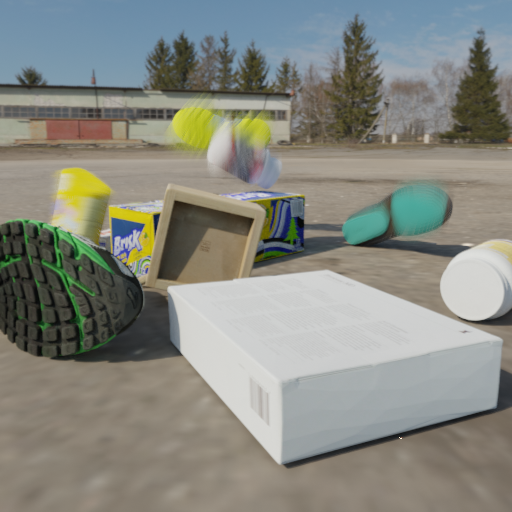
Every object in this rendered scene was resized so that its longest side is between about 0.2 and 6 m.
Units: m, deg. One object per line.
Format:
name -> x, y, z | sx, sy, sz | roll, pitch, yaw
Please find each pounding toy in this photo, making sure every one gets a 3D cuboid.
pounding toy -> -0.740, -0.049, 6.587 | 1.308, 1.421, 1.010 | 13, 10, -9

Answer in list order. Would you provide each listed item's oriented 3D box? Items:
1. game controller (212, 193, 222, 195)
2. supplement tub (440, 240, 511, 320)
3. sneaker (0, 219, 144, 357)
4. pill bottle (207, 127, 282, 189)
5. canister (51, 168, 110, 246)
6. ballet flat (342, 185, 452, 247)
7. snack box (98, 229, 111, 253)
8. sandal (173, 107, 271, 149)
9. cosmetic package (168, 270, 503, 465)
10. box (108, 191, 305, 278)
game controller -> -0.450, -1.190, 13.720 | 2.457, 0.517, 1.282 | 12, 3, 43
supplement tub -> 2.479, 0.254, 5.984 | 0.754, 0.754, 1.037 | 10, 16, 39
sneaker -> -2.009, 0.118, 5.608 | 1.295, 1.186, 3.039 | -11, 16, -42
pill bottle -> -0.171, -1.555, 9.023 | 1.104, 0.639, 0.639 | 25, 0, -26
canister -> -2.583, -0.621, 8.188 | 0.828, 1.115, 0.483 | 36, 31, 22
ballet flat -> 2.371, -0.675, 9.099 | 0.827, 0.827, 2.264 | -8, -6, -34
snack box -> -1.825, -0.400, 10.035 | 0.969, 0.328, 2.696 | 5, 13, 22
sandal -> -0.619, -2.227, 10.197 | 1.814, 0.721, 0.790 | 14, 7, 4
cosmetic package -> 0.430, 0.666, 4.452 | 1.708, 0.585, 2.265 | -7, 14, -23
box -> -0.601, -0.381, 8.412 | 1.071, 0.983, 3.057 | 11, 16, 42
